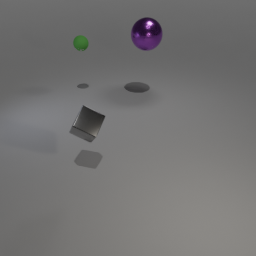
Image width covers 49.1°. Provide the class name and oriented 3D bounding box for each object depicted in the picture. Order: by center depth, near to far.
[{"bbox_3d":[-1.147,-0.100,7.842,0.700,0.700,0.700,26,68,-11],"label":"cube"},{"bbox_3d":[0.822,-4.124,12.336,1.400,1.400,1.400,0,30,0],"label":"ball"},{"bbox_3d":[-2.174,-3.914,12.929,0.700,0.700,0.700,0,30,0],"label":"ball"}]
